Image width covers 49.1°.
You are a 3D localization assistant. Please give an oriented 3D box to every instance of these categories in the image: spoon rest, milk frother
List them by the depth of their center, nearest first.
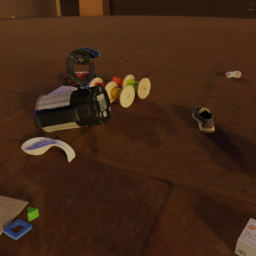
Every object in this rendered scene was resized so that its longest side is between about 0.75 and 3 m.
[{"bbox_3d":[-2.545,0.599,8.898,1.784,0.541,0.887,10,29,17],"label":"spoon rest"},{"bbox_3d":[-2.000,-1.146,9.332,2.227,2.368,2.137,-8,-4,18],"label":"milk frother"}]

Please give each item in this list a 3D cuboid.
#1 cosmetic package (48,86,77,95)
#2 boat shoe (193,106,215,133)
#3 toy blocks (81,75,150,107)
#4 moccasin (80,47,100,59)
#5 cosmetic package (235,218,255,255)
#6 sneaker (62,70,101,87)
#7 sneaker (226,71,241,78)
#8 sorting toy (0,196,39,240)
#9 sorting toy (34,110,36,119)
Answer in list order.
[{"bbox_3d":[-2.992,-1.350,12.566,0.809,0.568,1.595,10,29,18],"label":"cosmetic package"},{"bbox_3d":[2.959,-0.483,10.846,0.685,0.630,1.918,1,28,2],"label":"boat shoe"},{"bbox_3d":[-0.663,-1.974,13.309,2.732,0.992,2.277,20,34,33],"label":"toy blocks"},{"bbox_3d":[-1.555,-2.852,10.636,1.035,0.416,0.353,12,40,32],"label":"moccasin"},{"bbox_3d":[3.097,2.493,5.364,1.808,0.458,0.746,21,33,34],"label":"cosmetic package"},{"bbox_3d":[-2.505,-2.723,15.021,2.021,0.714,0.987,-7,31,-10],"label":"sneaker"},{"bbox_3d":[6.078,-3.127,16.229,0.908,0.365,0.402,-2,20,-2],"label":"sneaker"},{"bbox_3d":[-3.164,2.039,6.407,2.358,0.321,1.328,8,24,15],"label":"sorting toy"},{"bbox_3d":[-2.600,-0.732,11.147,2.363,0.814,0.819,1,28,1],"label":"sorting toy"}]
